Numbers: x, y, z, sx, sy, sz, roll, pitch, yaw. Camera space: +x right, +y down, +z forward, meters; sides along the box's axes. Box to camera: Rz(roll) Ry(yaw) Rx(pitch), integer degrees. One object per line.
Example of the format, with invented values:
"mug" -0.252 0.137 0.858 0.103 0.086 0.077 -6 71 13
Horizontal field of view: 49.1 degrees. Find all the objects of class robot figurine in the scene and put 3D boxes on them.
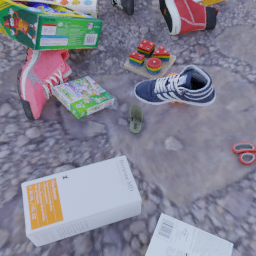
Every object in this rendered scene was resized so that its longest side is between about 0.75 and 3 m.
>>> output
"robot figurine" 1.410 -1.114 7.754 0.623 0.768 1.067 -20 53 -34

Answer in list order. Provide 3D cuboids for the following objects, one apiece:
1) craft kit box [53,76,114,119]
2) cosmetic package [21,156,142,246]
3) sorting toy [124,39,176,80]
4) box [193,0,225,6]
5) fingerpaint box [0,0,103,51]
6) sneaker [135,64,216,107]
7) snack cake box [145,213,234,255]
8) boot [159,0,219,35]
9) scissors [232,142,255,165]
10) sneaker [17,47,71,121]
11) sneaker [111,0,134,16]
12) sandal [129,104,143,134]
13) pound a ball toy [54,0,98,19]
"craft kit box" -1.212 -0.871 7.627 1.197 0.294 1.212 -29 58 -35
"cosmetic package" -0.929 1.459 5.729 2.189 0.780 1.110 -15 54 -12
"sorting toy" 0.700 -2.158 8.652 1.234 0.432 1.241 26 57 18
"box" 2.827 -5.204 10.988 1.875 0.389 1.116 -23 57 -13
"fingerpaint box" -2.406 -3.151 8.337 2.150 0.945 2.577 30 30 24
"sneaker" 0.910 -0.886 5.850 1.782 0.967 0.624 7 77 19
"snack cake box" 0.752 2.855 4.668 1.366 0.798 2.376 21 56 13
"boot" 2.183 -4.437 10.098 1.871 0.939 2.593 -8 62 -6
"scissors" 3.406 0.550 6.820 1.689 0.118 0.618 -7 52 -3
"sneaker" -2.229 -1.469 7.764 1.243 1.056 2.866 0 54 -5
"sneaker" -0.357 -4.962 10.473 1.183 0.990 2.672 -3 44 -2
"sandal" 0.219 -0.278 7.350 0.369 0.265 0.930 0 53 0
"pound a ball toy" -1.963 -4.452 10.198 1.695 0.720 1.105 0 53 0
